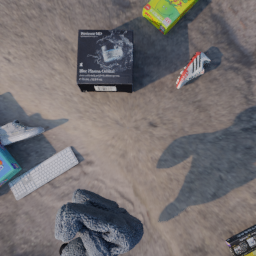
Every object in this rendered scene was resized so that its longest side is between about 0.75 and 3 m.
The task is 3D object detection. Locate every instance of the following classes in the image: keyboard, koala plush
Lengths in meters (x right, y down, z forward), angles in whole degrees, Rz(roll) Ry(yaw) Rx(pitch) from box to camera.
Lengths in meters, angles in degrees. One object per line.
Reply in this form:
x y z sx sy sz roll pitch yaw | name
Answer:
-2.747 1.466 9.117 2.299 0.123 0.647 -31 84 -4 | keyboard
-0.882 3.023 6.898 2.067 1.995 2.249 21 92 3 | koala plush

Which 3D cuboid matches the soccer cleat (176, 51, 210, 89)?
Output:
2.164 -1.866 9.327 0.638 0.514 1.499 34 80 6 | soccer cleat

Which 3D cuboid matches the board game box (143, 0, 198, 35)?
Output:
1.610 -4.369 9.606 1.075 0.504 2.115 43 85 5 | board game box

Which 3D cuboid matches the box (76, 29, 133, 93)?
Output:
-0.708 -2.131 9.076 1.767 1.055 1.797 0 82 0 | box

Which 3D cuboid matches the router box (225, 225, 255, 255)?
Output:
4.024 3.755 8.701 1.539 0.402 1.210 -25 84 -3 | router box

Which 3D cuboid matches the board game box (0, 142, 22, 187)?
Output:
-5.093 0.945 8.923 2.068 0.612 2.719 -39 85 -4 | board game box

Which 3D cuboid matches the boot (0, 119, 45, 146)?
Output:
-3.491 0.038 9.067 1.464 0.539 0.700 -18 90 -1 | boot
